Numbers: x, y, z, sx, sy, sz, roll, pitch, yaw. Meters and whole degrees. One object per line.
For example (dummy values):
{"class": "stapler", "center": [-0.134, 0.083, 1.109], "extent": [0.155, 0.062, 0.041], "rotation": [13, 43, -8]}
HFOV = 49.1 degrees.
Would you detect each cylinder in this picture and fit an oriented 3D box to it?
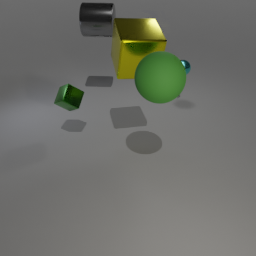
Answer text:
{"class": "cylinder", "center": [-1.307, -4.741, 12.311], "extent": [1.400, 1.400, 1.400], "rotation": [3, 32, 3]}

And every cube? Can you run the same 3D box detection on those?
{"class": "cube", "center": [0.279, -2.550, 9.012], "extent": [1.400, 1.400, 1.400], "rotation": [-4, 48, -12]}
{"class": "cube", "center": [-2.123, -1.090, 10.107], "extent": [0.700, 0.700, 0.700], "rotation": [27, -20, -35]}

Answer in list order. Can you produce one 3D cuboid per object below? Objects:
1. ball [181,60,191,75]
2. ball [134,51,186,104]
{"class": "ball", "center": [2.463, -2.700, 12.551], "extent": [0.700, 0.700, 0.700], "rotation": [0, 32, 0]}
{"class": "ball", "center": [0.873, -1.365, 7.615], "extent": [1.400, 1.400, 1.400], "rotation": [0, 32, 0]}
